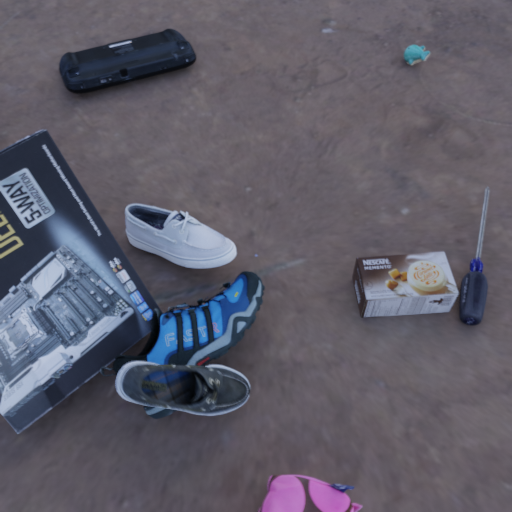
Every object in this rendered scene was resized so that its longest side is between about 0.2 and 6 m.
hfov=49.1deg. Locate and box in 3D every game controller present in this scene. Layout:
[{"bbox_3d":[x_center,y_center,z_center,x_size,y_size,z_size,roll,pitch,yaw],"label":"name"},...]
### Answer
[{"bbox_3d":[-2.903,-4.412,12.618,2.986,0.629,1.557,-19,41,-14],"label":"game controller"}]

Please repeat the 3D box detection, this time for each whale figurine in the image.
[{"bbox_3d":[3.607,-4.555,12.634,0.522,0.341,0.657,-50,32,1],"label":"whale figurine"}]

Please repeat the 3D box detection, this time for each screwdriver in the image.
[{"bbox_3d":[3.737,-0.077,9.432,0.411,0.429,2.948,15,51,11],"label":"screwdriver"}]

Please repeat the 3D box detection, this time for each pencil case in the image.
[{"bbox_3d":[0.389,3.711,6.152,1.149,1.113,2.453,29,57,-10],"label":"pencil case"}]

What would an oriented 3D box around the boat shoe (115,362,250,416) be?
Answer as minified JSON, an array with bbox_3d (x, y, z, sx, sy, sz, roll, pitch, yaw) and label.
[{"bbox_3d":[-0.801,1.701,7.092,1.946,0.551,0.668,14,77,-36],"label":"boat shoe"}]

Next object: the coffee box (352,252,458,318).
[{"bbox_3d":[2.316,0.454,8.852,1.432,0.571,0.819,-3,53,-2],"label":"coffee box"}]

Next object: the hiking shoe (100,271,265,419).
[{"bbox_3d":[-0.879,1.000,7.965,1.136,0.975,2.620,46,59,-8],"label":"hiking shoe"}]

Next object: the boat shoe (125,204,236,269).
[{"bbox_3d":[-1.290,-0.407,9.182,2.107,0.722,0.759,20,47,30],"label":"boat shoe"}]

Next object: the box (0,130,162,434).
[{"bbox_3d":[-3.088,0.314,7.511,2.501,3.172,0.789,-37,22,-25],"label":"box"}]
